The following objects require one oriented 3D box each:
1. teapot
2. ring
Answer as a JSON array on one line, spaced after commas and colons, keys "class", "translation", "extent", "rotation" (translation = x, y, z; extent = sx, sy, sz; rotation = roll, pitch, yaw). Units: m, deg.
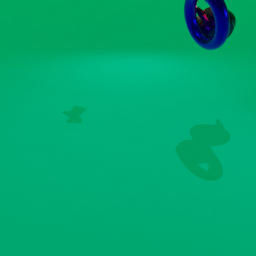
[{"class": "teapot", "translation": [2.277, -2.740, 7.442], "extent": [1.723, 1.071, 0.844], "rotation": [11, 51, -46]}, {"class": "ring", "translation": [1.753, -2.480, 6.352], "extent": [0.293, 1.467, 1.467], "rotation": [-26, 34, -11]}]
